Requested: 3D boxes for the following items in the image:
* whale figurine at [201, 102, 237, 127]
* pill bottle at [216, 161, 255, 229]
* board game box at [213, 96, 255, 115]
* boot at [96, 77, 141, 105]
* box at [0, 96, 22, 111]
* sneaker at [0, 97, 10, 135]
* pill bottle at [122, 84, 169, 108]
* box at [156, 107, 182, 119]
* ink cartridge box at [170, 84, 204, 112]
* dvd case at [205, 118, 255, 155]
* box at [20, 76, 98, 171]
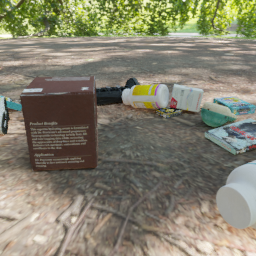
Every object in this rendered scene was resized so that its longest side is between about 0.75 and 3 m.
[{"bbox_3d":[3.711,-0.455,11.439,1.764,0.915,1.403,12,9,-43],"label":"whale figurine"},{"bbox_3d":[3.203,1.359,6.228,2.552,1.414,1.414,-13,26,-27],"label":"pill bottle"},{"bbox_3d":[4.968,-1.070,13.205,1.203,0.374,1.593,-6,24,-15],"label":"board game box"},{"bbox_3d":[-0.800,-1.919,14.673,2.826,0.928,2.329,-10,23,-13],"label":"boot"},{"bbox_3d":[-5.594,-1.186,12.895,1.345,0.330,0.553,15,15,-28],"label":"box"},{"bbox_3d":[-5.421,-0.522,11.141,1.186,1.026,2.626,-9,25,-14],"label":"sneaker"},{"bbox_3d":[0.783,-1.462,13.026,2.072,1.080,1.080,4,22,31],"label":"pill bottle"},{"bbox_3d":[1.832,-0.708,12.557,0.926,0.228,0.739,-14,25,-29],"label":"box"},{"bbox_3d":[2.676,-1.382,12.861,1.350,0.981,0.976,12,16,7],"label":"ink cartridge box"},{"bbox_3d":[4.159,0.255,10.065,2.216,0.244,1.617,-16,27,-18],"label":"dvd case"},{"bbox_3d":[-1.934,-0.208,8.635,1.982,2.389,1.961,-1,23,-5],"label":"box"}]
